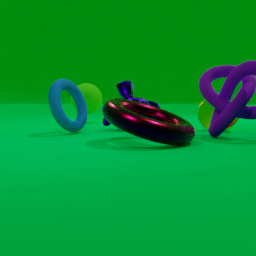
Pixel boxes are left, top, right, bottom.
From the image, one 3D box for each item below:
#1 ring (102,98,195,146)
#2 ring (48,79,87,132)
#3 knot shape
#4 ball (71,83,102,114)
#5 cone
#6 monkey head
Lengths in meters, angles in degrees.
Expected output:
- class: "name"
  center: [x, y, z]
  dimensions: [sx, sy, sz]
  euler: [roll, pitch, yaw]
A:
- class: "ring"
  center: [0.399, -0.152, 5.423]
  dimensions: [1.848, 0.370, 1.848]
  euler: [16, 14, -4]
- class: "ring"
  center: [-1.452, -0.555, 6.914]
  dimensions: [0.270, 1.351, 1.351]
  euler: [-15, -1, 24]
- class: "knot shape"
  center: [2.372, -0.720, 5.935]
  dimensions: [0.852, 1.844, 1.726]
  euler: [23, -22, -33]
- class: "ball"
  center: [-1.527, -1.075, 10.335]
  dimensions: [1.139, 1.139, 1.139]
  euler: [0, 5, 0]
- class: "cone"
  center: [2.662, -0.219, 7.893]
  dimensions: [1.120, 1.120, 1.124]
  euler: [3, -20, 30]
- class: "monkey head"
  center: [0.043, -0.611, 7.801]
  dimensions: [1.727, 1.243, 1.041]
  euler: [-16, -12, -2]
